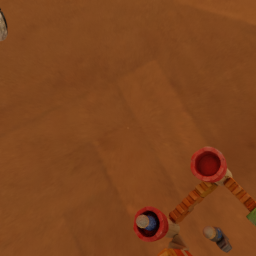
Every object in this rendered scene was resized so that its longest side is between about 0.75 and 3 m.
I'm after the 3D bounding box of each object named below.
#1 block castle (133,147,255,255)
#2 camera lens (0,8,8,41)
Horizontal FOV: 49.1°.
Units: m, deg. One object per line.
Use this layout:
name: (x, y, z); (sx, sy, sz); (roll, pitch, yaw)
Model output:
block castle: (1.430, 1.762, 3.711); (1.841, 1.293, 2.756); (-46, 52, 7)
camera lens: (-2.434, -1.614, 4.332); (0.942, 0.754, 0.754); (-32, 77, -25)
